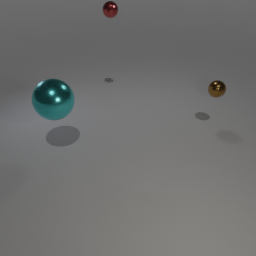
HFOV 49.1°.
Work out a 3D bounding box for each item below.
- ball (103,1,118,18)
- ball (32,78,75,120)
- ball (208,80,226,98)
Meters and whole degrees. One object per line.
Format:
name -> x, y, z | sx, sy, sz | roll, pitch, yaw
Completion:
ball -> -0.788, -5.292, 12.522 | 0.700, 0.700, 0.700 | 0, 31, 0
ball -> -2.503, -0.955, 9.417 | 1.400, 1.400, 1.400 | 0, 31, 0
ball -> 3.569, -1.559, 11.231 | 0.700, 0.700, 0.700 | 0, 31, 0
